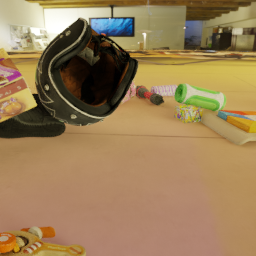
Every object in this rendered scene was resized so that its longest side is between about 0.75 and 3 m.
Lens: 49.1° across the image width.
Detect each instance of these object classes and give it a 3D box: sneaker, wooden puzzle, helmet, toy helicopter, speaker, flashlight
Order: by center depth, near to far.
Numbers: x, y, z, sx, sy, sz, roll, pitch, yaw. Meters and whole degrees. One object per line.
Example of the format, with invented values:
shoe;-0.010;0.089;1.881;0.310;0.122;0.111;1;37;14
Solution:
toy helicopter;-1.264;1.726;4.046;1.322;0.521;0.874;10;10;-5
helmet;-1.331;-1.455;8.146;2.833;2.700;2.833;35;8;-6
sneaker;-2.975;-0.452;8.584;2.872;0.863;1.498;4;42;-32
wooden puzzle;4.130;-0.161;9.152;2.674;0.498;2.474;-5;20;-13
speaker;2.835;-1.187;10.972;1.927;0.852;0.852;10;16;-17
flashlight;0.911;-1.514;12.864;0.626;0.628;1.848;-31;28;-10

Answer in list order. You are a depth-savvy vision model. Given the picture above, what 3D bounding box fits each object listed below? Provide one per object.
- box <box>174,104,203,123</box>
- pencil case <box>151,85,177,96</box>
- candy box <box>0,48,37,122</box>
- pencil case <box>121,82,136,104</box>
box;2.204;-0.536;10.259;0.735;0.465;0.763;-7;21;-18
pencil case;1.787;-1.785;13.649;1.370;0.586;0.575;-5;20;-15
candy box;-3.309;-0.982;6.575;1.579;0.764;2.706;-28;37;-16
pencil case;-0.669;-1.506;12.021;1.120;1.171;2.706;-8;12;31
